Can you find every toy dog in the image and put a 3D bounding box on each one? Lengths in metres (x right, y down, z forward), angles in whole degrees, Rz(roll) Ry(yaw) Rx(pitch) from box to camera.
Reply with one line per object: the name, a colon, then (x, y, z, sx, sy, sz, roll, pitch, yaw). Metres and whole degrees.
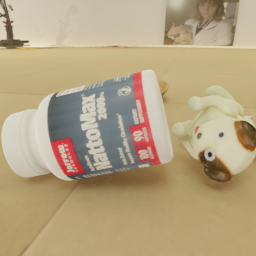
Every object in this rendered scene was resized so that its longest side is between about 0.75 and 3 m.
toy dog: (1.703, 0.230, 5.148, 1.873, 1.348, 1.932, 44, 21, 4)

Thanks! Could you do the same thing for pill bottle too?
pill bottle: (-0.653, 0.056, 4.792, 2.602, 1.556, 1.556, -13, 18, 10)

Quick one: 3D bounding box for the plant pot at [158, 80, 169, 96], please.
plant pot: (0.204, -1.366, 10.476, 2.651, 0.364, 2.651, -4, 23, 2)

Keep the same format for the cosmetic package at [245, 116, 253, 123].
cosmetic package: (2.783, -0.150, 7.269, 0.389, 0.283, 0.764, -10, 7, -35)
